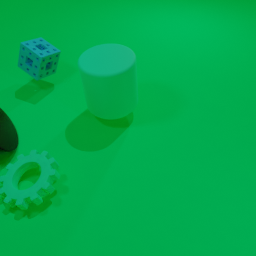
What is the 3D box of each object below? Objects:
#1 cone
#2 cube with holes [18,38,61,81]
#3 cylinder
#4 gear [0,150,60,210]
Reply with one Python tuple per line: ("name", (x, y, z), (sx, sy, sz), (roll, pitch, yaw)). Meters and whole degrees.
("cone", (-3.611, 0.266, 6.553), (1.403, 1.398, 1.398), (-30, 47, 7))
("cube with holes", (-2.572, -2.005, 8.105), (0.781, 0.781, 0.781), (36, 40, 11))
("cylinder", (-0.456, -1.162, 7.031), (1.380, 1.380, 1.380), (-2, 47, 3))
("gear", (-2.062, 1.048, 5.852), (1.265, 0.234, 1.265), (-9, 50, 11))
